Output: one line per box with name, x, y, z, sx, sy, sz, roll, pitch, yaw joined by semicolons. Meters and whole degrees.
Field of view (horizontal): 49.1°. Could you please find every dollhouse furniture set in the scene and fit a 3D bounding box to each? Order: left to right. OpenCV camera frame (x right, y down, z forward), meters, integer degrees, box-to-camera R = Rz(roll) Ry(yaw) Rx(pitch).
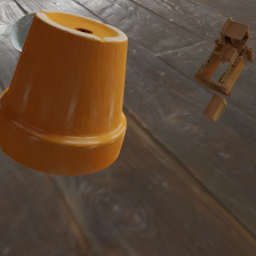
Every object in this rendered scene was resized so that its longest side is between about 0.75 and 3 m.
dollhouse furniture set;1.476;-1.029;5.003;0.782;1.243;1.406;32;92;31

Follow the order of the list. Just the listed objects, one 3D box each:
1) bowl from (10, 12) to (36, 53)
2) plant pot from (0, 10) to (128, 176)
bowl;-2.825;-2.773;8.737;1.400;0.753;1.400;-3;74;9
plant pot;-0.777;-0.576;3.796;1.820;1.667;1.820;14;29;-8
